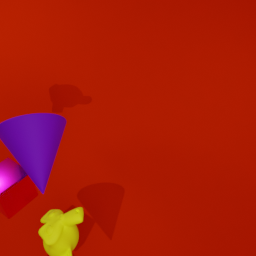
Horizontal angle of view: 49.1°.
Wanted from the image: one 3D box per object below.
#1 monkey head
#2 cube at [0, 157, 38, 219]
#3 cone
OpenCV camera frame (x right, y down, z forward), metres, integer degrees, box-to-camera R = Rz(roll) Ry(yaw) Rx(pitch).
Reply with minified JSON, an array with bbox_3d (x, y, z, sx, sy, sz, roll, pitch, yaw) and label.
[{"bbox_3d":[-0.900,1.518,4.130,0.747,0.626,1.039,-24,30,5],"label":"monkey head"},{"bbox_3d":[-2.319,1.153,5.454,0.717,0.717,0.717,25,45,28],"label":"cube"},{"bbox_3d":[-1.653,0.565,5.115,1.278,1.278,1.283,-13,75,-4],"label":"cone"}]
